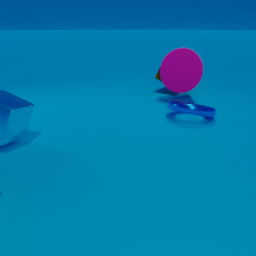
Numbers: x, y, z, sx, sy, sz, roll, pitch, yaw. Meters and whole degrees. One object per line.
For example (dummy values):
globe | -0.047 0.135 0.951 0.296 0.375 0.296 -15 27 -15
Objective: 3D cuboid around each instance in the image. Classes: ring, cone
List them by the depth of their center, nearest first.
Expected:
ring | 1.821 -0.562 8.034 1.413 0.283 1.413 10 8 -1
cone | 2.029 -1.924 9.638 1.430 1.430 1.436 11 12 27

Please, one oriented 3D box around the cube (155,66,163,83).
cube | 1.771 -2.085 10.834 0.944 0.944 0.944 30 9 22

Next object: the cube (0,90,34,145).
cube | -2.753 -0.258 6.159 0.857 0.857 0.857 25 15 7
